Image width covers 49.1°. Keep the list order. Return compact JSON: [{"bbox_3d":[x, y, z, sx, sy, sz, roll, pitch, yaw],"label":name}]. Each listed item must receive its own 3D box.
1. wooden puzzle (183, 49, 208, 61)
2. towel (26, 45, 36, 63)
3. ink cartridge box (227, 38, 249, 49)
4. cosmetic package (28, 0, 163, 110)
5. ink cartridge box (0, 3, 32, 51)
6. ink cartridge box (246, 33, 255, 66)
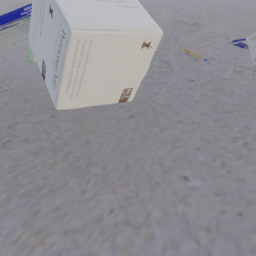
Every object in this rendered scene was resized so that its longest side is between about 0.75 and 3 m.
[{"bbox_3d":[2.029,-2.170,8.422,0.773,0.090,0.521,31,27,11],"label":"wooden puzzle"},{"bbox_3d":[-2.424,-2.743,9.074,1.704,0.199,1.300,-3,64,12],"label":"towel"},{"bbox_3d":[4.445,-3.201,10.449,1.022,0.240,1.010,8,4,-28],"label":"ink cartridge box"},{"bbox_3d":[-0.804,-1.818,5.656,1.800,1.798,2.182,-10,55,-30],"label":"cosmetic package"},{"bbox_3d":[-2.884,-2.666,7.252,2.313,0.470,2.317,-20,11,3],"label":"ink cartridge box"},{"bbox_3d":[3.649,-1.805,6.895,0.964,1.333,0.561,-24,5,-16],"label":"ink cartridge box"}]
